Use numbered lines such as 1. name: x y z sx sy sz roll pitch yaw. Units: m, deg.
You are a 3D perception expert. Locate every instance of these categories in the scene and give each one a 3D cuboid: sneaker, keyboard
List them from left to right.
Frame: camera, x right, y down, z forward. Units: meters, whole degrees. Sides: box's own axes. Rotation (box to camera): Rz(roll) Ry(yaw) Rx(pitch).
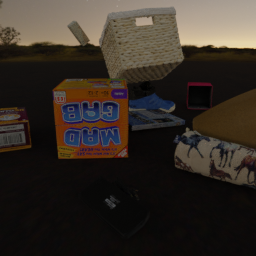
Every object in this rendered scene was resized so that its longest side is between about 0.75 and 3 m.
1. keyboard: -0.228 1.657 6.080 1.005 0.383 1.931 -36 34 -23
2. sneaker: 1.276 -1.529 13.799 2.758 1.534 1.059 -7 18 -30

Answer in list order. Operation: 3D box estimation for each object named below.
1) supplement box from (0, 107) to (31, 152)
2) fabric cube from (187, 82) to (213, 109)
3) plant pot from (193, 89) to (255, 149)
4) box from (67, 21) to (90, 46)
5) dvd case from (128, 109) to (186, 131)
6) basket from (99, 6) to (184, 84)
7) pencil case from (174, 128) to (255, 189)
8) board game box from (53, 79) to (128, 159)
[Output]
1. supplement box: -4.211 -0.021 10.029 1.256 0.975 2.276 -7 19 -20
2. fabric cube: 3.810 -1.748 15.046 1.254 1.278 1.274 2 16 10
3. plant pot: 3.304 0.030 8.247 2.551 2.377 2.377 -9 13 23
4. box: -1.864 -3.572 10.570 0.341 0.877 0.416 -42 37 -6
5. dvd case: 0.815 -0.402 12.083 2.780 0.244 1.983 -6 20 -30
6. basket: 0.483 -3.396 12.187 2.894 2.349 2.921 -11 -3 -14
7. pencil case: 2.475 0.769 7.213 2.595 1.161 1.010 13 5 34
8. board game box: -1.114 -0.410 9.275 2.168 2.166 2.166 -1 18 -2
